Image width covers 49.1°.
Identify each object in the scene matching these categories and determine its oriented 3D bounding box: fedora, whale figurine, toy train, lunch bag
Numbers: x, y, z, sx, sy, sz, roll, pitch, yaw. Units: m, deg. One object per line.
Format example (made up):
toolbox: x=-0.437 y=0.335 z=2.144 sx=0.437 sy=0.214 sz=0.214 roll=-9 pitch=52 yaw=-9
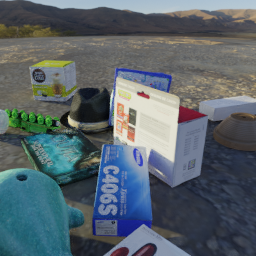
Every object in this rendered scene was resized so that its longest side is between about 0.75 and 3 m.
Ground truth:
fedora: x=-1.493 y=-0.898 z=11.457 sx=2.940 sy=1.343 sz=2.940 roll=0 pitch=23 yaw=0
whale figurine: x=-1.708 y=1.755 z=4.961 sx=2.290 sy=1.493 sz=2.878 roll=-6 pitch=26 yaw=-42
toy train: x=-3.660 y=-0.200 z=10.576 sx=2.698 sy=0.761 sz=0.563 roll=12 pitch=12 yaw=27
lunch bag: x=0.370 y=-1.112 z=10.069 sx=1.947 sy=2.290 sz=1.459 roll=7 pitch=50 yaw=-4

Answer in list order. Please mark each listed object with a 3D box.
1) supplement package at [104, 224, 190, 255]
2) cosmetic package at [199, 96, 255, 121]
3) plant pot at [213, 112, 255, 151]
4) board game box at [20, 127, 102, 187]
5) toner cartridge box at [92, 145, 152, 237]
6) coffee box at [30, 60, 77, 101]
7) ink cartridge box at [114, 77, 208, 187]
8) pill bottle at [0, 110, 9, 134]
supplement package: x=0.248 y=2.448 z=4.070 sx=1.334 sy=1.026 sz=1.395 roll=21 pitch=32 yaw=39
cosmetic package: x=4.493 y=-0.875 z=12.280 sx=2.549 sy=0.645 sz=1.052 roll=-9 pitch=25 yaw=-19
plant pot: x=4.057 y=0.003 z=9.972 sx=1.907 sy=0.880 sz=1.907 roll=-1 pitch=23 yaw=0
board game box: x=-2.022 y=0.781 z=8.729 sx=1.974 sy=0.411 sz=2.919 roll=-13 pitch=27 yaw=-28
toner cartridge box: x=-0.117 y=1.358 z=6.728 sx=1.220 sy=0.554 sz=2.568 roll=3 pitch=31 yaw=-2
coffee box: x=-3.833 y=-2.519 z=14.682 sx=1.778 sy=1.761 sz=1.781 roll=4 pitch=24 yaw=9
ink cartridge box: x=0.820 y=-0.105 z=8.167 sx=1.175 sy=2.460 sz=2.802 roll=-14 pitch=28 yaw=-34
pill bottle: x=-5.471 y=-0.272 z=10.539 sx=1.677 sy=0.928 sz=0.928 roll=4 pitch=24 yaw=9
